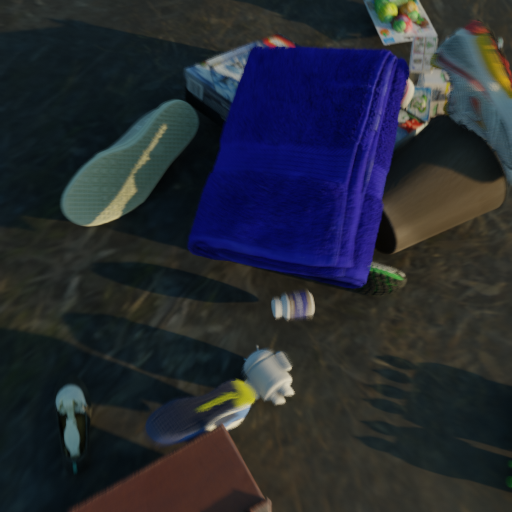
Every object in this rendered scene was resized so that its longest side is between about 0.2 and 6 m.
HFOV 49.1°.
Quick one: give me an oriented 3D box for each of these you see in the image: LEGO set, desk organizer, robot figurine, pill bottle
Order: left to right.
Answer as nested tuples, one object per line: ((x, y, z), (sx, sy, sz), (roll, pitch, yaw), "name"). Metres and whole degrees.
((-1.446, 3.568, 7.180), (3.112, 1.116, 1.198), (-26, 58, -16), "desk organizer")
((0.177, 1.841, 8.647), (0.791, 0.527, 0.933), (-43, 63, 4), "robot figurine")
((0.595, 0.825, 9.222), (0.638, 0.382, 0.382), (-8, 57, -11), "pill bottle")
((4.009, -3.270, 11.573), (1.783, 0.586, 2.386), (6, 87, 11), "LEGO set")

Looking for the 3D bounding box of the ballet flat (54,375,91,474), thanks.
((-2.691, 2.394, 8.280), (0.531, 0.534, 1.561), (-11, 57, -17), "ballet flat")

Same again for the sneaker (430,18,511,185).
((3.871, -2.450, 9.452), (1.082, 1.142, 2.780), (-24, 90, -55), "sneaker")

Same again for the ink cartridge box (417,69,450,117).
((4.045, -3.429, 11.901), (1.227, 0.888, 0.515), (5, 54, 3), "ink cartridge box")

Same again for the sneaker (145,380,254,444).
((-0.781, 2.344, 7.958), (1.656, 0.681, 0.612), (-9, 44, -33), "sneaker")

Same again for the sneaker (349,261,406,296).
((1.703, 0.069, 9.699), (1.890, 0.737, 0.805), (23, 59, 15), "sneaker")

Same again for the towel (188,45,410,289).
((0.715, -1.695, 9.266), (3.029, 1.016, 4.102), (11, 73, 16), "towel")

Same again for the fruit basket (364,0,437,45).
((3.508, -5.821, 13.618), (1.398, 0.708, 1.510), (-11, 60, -7), "fruit basket")

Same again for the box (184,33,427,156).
((0.936, -2.925, 11.346), (4.129, 0.824, 2.827), (40, 55, 23), "box")

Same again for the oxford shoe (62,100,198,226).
((-2.420, -1.784, 10.871), (3.242, 1.219, 0.936), (-49, 28, -18), "oxford shoe")

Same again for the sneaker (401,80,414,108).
((2.493, -3.707, 11.852), (0.997, 0.718, 1.908), (12, 31, -27), "sneaker")

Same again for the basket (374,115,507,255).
((2.945, -1.126, 10.056), (2.279, 1.550, 2.055), (-33, 82, -14), "basket")

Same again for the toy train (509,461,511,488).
((4.081, 2.690, 8.216), (0.489, 0.362, 1.733), (23, 59, 3), "toy train")
